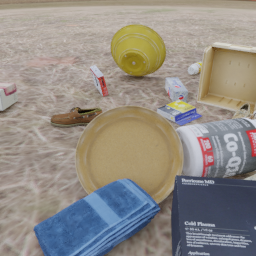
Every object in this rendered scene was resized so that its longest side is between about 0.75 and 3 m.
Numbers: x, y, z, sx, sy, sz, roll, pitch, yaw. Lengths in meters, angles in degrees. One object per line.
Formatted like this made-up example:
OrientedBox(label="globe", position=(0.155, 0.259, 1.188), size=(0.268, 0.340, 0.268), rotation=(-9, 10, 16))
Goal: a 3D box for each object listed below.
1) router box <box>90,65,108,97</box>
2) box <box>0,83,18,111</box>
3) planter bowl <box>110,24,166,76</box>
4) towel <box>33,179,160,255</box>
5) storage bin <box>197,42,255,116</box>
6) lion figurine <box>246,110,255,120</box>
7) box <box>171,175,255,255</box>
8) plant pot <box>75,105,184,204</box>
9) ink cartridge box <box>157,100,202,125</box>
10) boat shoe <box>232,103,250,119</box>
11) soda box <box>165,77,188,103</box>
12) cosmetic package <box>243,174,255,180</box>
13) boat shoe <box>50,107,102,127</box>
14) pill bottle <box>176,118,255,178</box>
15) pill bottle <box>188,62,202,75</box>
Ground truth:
OrientedBox(label="router box", position=(-1.372, -2.245, 13.313), size=(0.294, 1.079, 1.202), rotation=(-24, 42, -12))
OrientedBox(label="box", position=(-5.527, -1.367, 11.945), size=(1.006, 0.858, 1.574), rotation=(1, 20, 1))
OrientedBox(label="planter bowl", position=(0.395, -3.618, 14.389), size=(2.993, 2.993, 1.246), rotation=(7, 46, 11))
OrientedBox(label="towel", position=(-0.679, 2.034, 6.219), size=(2.569, 0.623, 1.434), rotation=(-25, 41, -29))
OrientedBox(label="storage bin", position=(4.489, -2.134, 11.872), size=(2.538, 2.519, 1.189), rotation=(19, 34, 30))
OrientedBox(label="lion figurine", position=(5.253, 0.413, 9.172), size=(2.844, 1.031, 1.742), rotation=(24, 27, 12))
OrientedBox(label="box", position=(2.182, 2.228, 5.364), size=(2.596, 1.351, 2.364), rotation=(4, 31, 6))
OrientedBox(label="plant pot", position=(0.029, 0.771, 7.461), size=(2.839, 0.390, 2.839), rotation=(-2, 71, 5))
OrientedBox(label="ink cartridge box", position=(2.128, -0.661, 11.518), size=(1.340, 0.319, 1.356), rotation=(-22, 34, -33))
OrientedBox(label="boat shoe", position=(4.467, -0.538, 11.069), size=(0.516, 0.464, 1.430), rotation=(22, 42, 32))
OrientedBox(label="soda box", position=(2.249, -1.808, 13.213), size=(0.643, 0.598, 1.884), rotation=(-3, 30, -5))
OrientedBox(label="cosmetic package", position=(3.338, 1.634, 7.329), size=(1.259, 0.460, 0.652), rotation=(-17, 34, -25))
OrientedBox(label="boat shoe", position=(-1.977, -0.493, 10.805), size=(2.049, 0.696, 0.737), rotation=(-2, 30, -4))
OrientedBox(label="pill bottle", position=(2.836, 0.570, 8.008), size=(2.844, 1.620, 1.620), rotation=(-9, 31, -14))
OrientedBox(label="pill bottle", position=(3.879, -3.388, 15.986), size=(0.595, 0.595, 1.054), rotation=(25, 37, 36))
